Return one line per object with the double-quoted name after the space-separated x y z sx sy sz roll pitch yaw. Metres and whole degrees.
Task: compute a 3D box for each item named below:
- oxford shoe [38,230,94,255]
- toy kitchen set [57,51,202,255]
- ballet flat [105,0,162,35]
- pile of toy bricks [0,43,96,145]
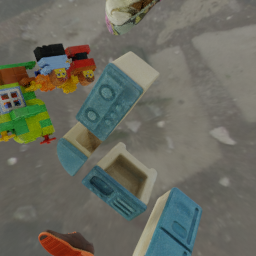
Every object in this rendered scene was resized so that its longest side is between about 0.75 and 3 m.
-0.809 1.537 3.750 0.314 0.881 0.320 -33 32 22 "oxford shoe"
0.273 0.703 4.031 2.710 2.171 1.597 39 41 -2 "toy kitchen set"
0.148 -2.637 5.598 0.904 2.540 0.878 -33 100 -43 "ballet flat"
-1.679 -0.353 4.590 2.847 1.580 1.406 -22 94 -39 "pile of toy bricks"
